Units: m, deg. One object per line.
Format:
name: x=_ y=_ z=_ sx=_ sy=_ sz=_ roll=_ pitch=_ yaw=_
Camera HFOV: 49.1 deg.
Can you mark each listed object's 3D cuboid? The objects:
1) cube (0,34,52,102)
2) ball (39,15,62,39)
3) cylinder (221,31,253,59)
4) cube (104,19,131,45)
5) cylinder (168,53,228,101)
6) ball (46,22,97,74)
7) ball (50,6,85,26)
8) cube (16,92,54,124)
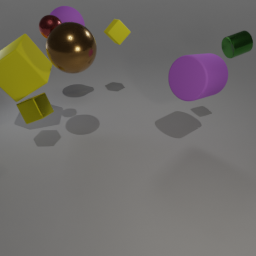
cube: x=-3.622 y=-2.032 z=9.478 sx=1.400 sy=1.400 sz=1.400 roll=-28 pitch=36 yaw=15
ball: x=-2.274 y=-2.972 z=8.283 sx=0.700 sy=0.700 sz=0.700 roll=0 pitch=33 yaw=0
cylinder: x=3.510 y=-2.688 z=9.026 sx=0.700 sy=0.700 sz=0.700 roll=-22 pitch=37 yaw=-8
cube: x=-0.450 y=-3.938 z=11.475 sx=0.700 sy=0.700 sz=0.700 roll=-49 pitch=30 yaw=5
cylinder: x=2.250 y=-1.643 z=8.970 sx=1.400 sy=1.400 sz=1.400 roll=28 pitch=31 yaw=36
ball: x=-1.582 y=-2.241 z=7.880 sx=1.400 sy=1.400 sz=1.400 roll=0 pitch=33 yaw=0
ball: x=-2.358 y=-3.904 z=10.703 sx=1.400 sy=1.400 sz=1.400 roll=0 pitch=33 yaw=0
cube: x=-2.935 y=-0.631 z=8.901 sx=0.700 sy=0.700 sz=0.700 roll=-16 pitch=16 yaw=22
